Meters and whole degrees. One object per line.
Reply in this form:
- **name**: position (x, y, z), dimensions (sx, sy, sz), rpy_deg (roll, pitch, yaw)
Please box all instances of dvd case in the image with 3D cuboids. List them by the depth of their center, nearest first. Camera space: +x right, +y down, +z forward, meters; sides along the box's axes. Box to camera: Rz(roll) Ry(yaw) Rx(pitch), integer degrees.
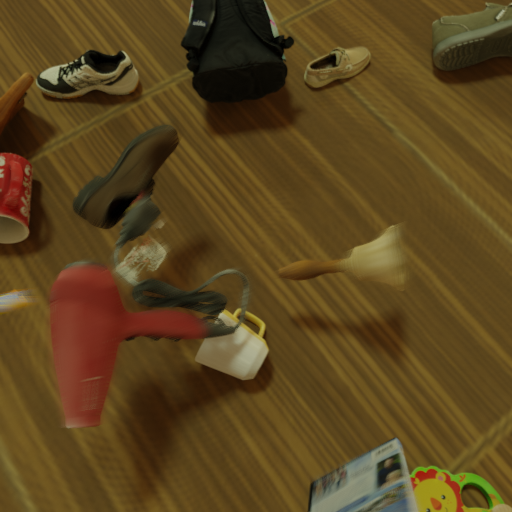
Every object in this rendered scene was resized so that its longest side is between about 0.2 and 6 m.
- **dvd case**: position (1.246, 3.061, 6.878), dimensions (1.437, 2.015, 0.177), rpy_deg (-34, 92, 11)

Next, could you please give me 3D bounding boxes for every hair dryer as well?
- **hair dryer**: position (-1.434, 0.816, 7.016), dimensions (2.267, 0.809, 2.977), rpy_deg (41, 63, -9)

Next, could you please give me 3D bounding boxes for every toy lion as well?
- **toy lion**: position (2.686, 3.459, 7.758), dimensions (1.286, 0.442, 1.233), rpy_deg (-27, 59, -12)

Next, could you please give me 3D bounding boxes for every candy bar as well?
- **candy bar**: position (-2.832, 0.556, 5.933), dimensions (0.258, 1.033, 0.115), rpy_deg (41, 108, 7)

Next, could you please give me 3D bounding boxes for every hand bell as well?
- **hand bell**: position (1.163, 0.150, 8.034), dimensions (1.748, 0.910, 0.910), rpy_deg (-8, 62, 20)

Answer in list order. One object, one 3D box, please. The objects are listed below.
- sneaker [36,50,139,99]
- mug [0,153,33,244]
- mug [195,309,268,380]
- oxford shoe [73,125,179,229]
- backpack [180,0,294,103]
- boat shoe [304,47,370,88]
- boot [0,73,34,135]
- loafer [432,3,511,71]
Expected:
- **sneaker**: position (-3.344, -3.636, 10.901), dimensions (2.000, 0.877, 0.756), rpy_deg (-6, 66, -1)
- **mug**: position (-4.185, -1.056, 9.602), dimensions (1.205, 0.906, 1.358), rpy_deg (-18, 57, 21)
- **mug**: position (-0.265, 1.330, 8.527), dimensions (0.909, 0.887, 1.107), rpy_deg (29, 74, 5)
- **oxford shoe**: position (-1.672, -1.087, 8.026), dimensions (0.786, 0.677, 1.863), rpy_deg (34, 77, 26)
- **backpack**: position (-0.498, -4.137, 10.768), dimensions (2.008, 1.523, 2.407), rpy_deg (-7, 63, -9)
- **boat shoe**: position (1.658, -3.879, 11.222), dimensions (1.515, 0.492, 0.546), rpy_deg (-26, 67, -12)
- **boot**: position (-4.541, -2.195, 9.683), dimensions (0.825, 2.270, 2.411), rpy_deg (38, 66, -18)
- **loafer**: position (4.944, -4.670, 11.233), dimensions (3.090, 1.162, 1.076), rpy_deg (-13, 69, -6)
